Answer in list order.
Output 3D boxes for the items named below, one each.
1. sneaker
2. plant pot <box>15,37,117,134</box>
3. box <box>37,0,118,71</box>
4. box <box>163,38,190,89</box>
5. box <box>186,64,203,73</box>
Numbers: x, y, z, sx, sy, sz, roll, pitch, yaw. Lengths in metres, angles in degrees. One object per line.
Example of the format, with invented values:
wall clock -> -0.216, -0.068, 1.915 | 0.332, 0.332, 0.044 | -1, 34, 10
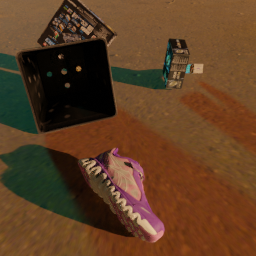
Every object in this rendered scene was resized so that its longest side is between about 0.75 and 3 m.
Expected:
sneaker -> -0.023, 1.153, 5.581 | 1.051, 0.956, 2.378 | -31, 45, -21
plant pot -> -1.789, -1.452, 8.314 | 2.289, 2.294, 2.035 | -14, 26, -12
box -> -1.796, -3.158, 9.830 | 2.077, 2.062, 0.516 | 40, 20, -3
box -> 1.636, -2.219, 9.716 | 0.585, 1.358, 1.112 | 3, 44, -4
box -> 2.347, -2.110, 10.012 | 0.336, 0.314, 1.623 | 3, 11, 1
